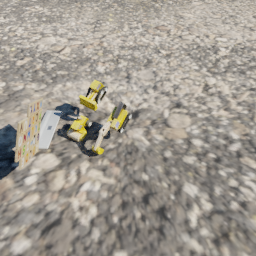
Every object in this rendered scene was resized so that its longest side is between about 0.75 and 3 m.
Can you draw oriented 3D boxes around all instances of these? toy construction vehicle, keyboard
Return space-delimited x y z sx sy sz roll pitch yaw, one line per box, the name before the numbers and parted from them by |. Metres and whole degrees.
toy construction vehicle | -0.879 -0.378 7.948 1.637 0.662 1.881 29 80 22
keyboard | -2.459 0.003 8.548 0.502 0.095 1.783 5 40 -1

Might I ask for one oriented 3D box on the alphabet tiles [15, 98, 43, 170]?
alphabet tiles | -2.376 0.116 6.794 0.068 1.500 1.794 9 12 -4
